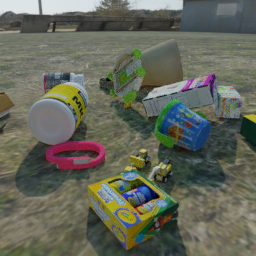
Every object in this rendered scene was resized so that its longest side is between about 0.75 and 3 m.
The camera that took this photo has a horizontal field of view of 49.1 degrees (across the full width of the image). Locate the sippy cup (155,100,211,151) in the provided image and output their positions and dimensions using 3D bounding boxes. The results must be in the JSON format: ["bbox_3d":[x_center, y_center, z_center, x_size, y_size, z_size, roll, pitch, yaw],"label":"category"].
[{"bbox_3d":[1.867,0.007,9.216,1.417,1.518,1.933,30,76,31],"label":"sippy cup"}]

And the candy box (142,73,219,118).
[{"bbox_3d":[2.230,-1.364,11.763,2.812,0.858,1.917,-10,18,27],"label":"candy box"}]

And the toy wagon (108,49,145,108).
[{"bbox_3d":[-0.038,-2.263,13.301,0.571,2.888,2.241,8,-27,-37],"label":"toy wagon"}]

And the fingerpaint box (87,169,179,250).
[{"bbox_3d":[0.073,1.694,6.274,1.373,0.603,1.645,-15,28,-30],"label":"fingerpaint box"}]

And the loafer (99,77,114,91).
[{"bbox_3d":[-1.030,-2.578,15.724,0.708,0.656,1.884,-15,28,-31],"label":"loafer"}]

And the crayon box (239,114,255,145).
[{"bbox_3d":[5.670,0.245,9.236,2.810,0.819,2.425,-6,26,-15],"label":"crayon box"}]

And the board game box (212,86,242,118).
[{"bbox_3d":[4.290,-1.173,12.286,0.898,0.915,1.744,3,25,7],"label":"board game box"}]

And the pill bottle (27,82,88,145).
[{"bbox_3d":[-2.420,-0.696,10.361,1.618,1.618,2.831,2,25,4],"label":"pill bottle"}]

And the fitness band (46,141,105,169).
[{"bbox_3d":[-1.603,0.808,8.651,1.795,0.336,1.289,0,22,-3],"label":"fitness band"}]

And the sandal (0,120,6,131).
[{"bbox_3d":[-5.348,-0.031,10.274,1.670,0.476,0.663,-14,28,-28],"label":"sandal"}]

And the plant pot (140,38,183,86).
[{"bbox_3d":[1.458,-3.467,15.917,2.773,2.597,2.597,-11,24,4],"label":"plant pot"}]

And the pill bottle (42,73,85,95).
[{"bbox_3d":[-3.302,-2.264,14.430,2.042,1.163,1.163,-2,24,-5],"label":"pill bottle"}]

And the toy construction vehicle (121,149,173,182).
[{"bbox_3d":[0.495,1.068,7.773,1.285,0.520,1.476,16,29,31],"label":"toy construction vehicle"}]

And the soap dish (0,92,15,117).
[{"bbox_3d":[-6.201,-0.835,11.488,1.839,0.949,2.337,8,25,18],"label":"soap dish"}]
